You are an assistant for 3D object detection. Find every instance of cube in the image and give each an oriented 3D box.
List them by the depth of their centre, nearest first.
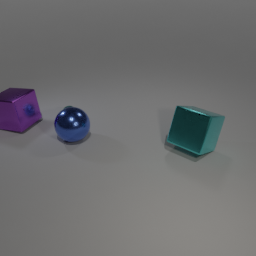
[{"bbox_3d":[2.502,0.033,10.325,1.400,1.400,1.400,23,16,34],"label":"cube"},{"bbox_3d":[-4.827,-0.816,12.043,1.400,1.400,1.400,6,31,21],"label":"cube"}]

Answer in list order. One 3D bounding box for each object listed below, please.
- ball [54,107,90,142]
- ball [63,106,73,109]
[{"bbox_3d":[-2.196,-0.135,11.065,1.400,1.400,1.400,0,30,0],"label":"ball"},{"bbox_3d":[-2.631,-0.658,12.627,0.700,0.700,0.700,0,30,0],"label":"ball"}]
